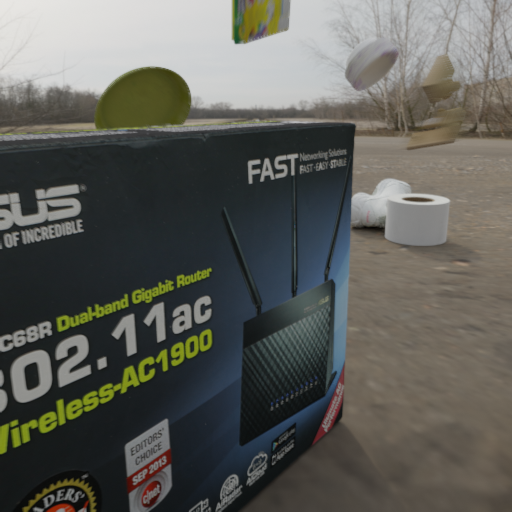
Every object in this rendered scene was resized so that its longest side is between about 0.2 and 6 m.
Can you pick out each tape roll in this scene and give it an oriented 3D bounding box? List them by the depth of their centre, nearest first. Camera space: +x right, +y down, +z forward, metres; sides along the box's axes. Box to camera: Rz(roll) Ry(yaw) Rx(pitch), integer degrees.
[{"bbox_3d":[3.503,-0.804,12.224,1.320,0.906,1.320,0,15,0],"label":"tape roll"}]

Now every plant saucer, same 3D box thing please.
[{"bbox_3d":[-2.298,-2.985,11.265,2.043,2.043,0.317,-11,55,-35],"label":"plant saucer"}]

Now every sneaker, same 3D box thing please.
[{"bbox_3d":[3.356,-1.158,13.759,1.290,1.012,2.596,19,33,34],"label":"sneaker"}]

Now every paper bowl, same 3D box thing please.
[{"bbox_3d":[2.052,-3.550,10.234,0.997,0.997,0.518,-19,68,-49],"label":"paper bowl"}]

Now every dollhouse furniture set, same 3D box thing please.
[{"bbox_3d":[3.199,-2.849,10.502,0.955,1.172,1.114,-2,49,46],"label":"dollhouse furniture set"}]

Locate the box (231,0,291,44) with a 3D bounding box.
[{"bbox_3d":[0.036,-4.016,9.208,0.338,0.819,1.395,26,42,28],"label":"box"}]

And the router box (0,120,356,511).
[{"bbox_3d":[-0.657,0.513,3.910,1.153,2.782,3.713,10,19,35],"label":"router box"}]
